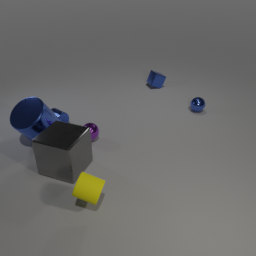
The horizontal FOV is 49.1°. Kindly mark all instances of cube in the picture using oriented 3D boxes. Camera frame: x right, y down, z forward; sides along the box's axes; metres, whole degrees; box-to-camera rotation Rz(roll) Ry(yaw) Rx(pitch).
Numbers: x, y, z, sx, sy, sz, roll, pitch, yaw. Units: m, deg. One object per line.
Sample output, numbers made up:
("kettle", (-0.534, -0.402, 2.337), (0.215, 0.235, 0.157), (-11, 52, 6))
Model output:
("cube", (1.574, -2.718, 15.625), (0.700, 0.700, 0.700), (10, 25, -29))
("cube", (-2.153, 0.769, 9.458), (1.400, 1.400, 1.400), (11, 33, 18))

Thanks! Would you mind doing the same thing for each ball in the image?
("ball", (3.288, -1.109, 13.193), (0.700, 0.700, 0.700), (0, 32, 0))
("ball", (-1.490, 0.135, 11.048), (0.700, 0.700, 0.700), (0, 32, 0))

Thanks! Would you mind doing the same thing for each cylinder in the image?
("cylinder", (-3.028, -0.434, 12.092), (0.700, 0.700, 0.700), (24, 39, 33))
("cylinder", (-1.071, 1.647, 7.666), (0.700, 0.700, 0.700), (22, 33, 0))
("cylinder", (-3.463, -0.238, 10.630), (1.400, 1.400, 1.400), (-8, 60, 15))
